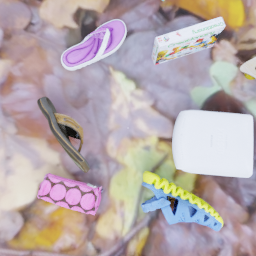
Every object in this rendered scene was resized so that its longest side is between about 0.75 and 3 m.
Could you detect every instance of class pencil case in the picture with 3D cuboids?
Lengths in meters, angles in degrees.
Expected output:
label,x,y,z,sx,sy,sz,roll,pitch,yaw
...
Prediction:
label,x,y,z,sx,sy,sz,roll,pitch,yaw
pencil case,-1.764,1.962,8.582,1.919,0.871,0.899,14,113,1

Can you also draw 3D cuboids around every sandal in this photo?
label,x,y,z,sx,sy,sz,roll,pitch,yaw
sandal,-1.108,-2.842,9.529,2.610,0.641,1.062,-39,82,-6
sandal,-1.815,0.017,8.379,0.805,1.206,2.951,-31,54,-8
sandal,1.492,2.392,8.456,2.725,1.083,1.186,26,85,13

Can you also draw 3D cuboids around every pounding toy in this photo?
label,x,y,z,sx,sy,sz,roll,pitch,yaw
pounding toy,4.963,-1.350,9.261,2.646,1.518,1.513,39,110,16

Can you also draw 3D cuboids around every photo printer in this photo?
label,x,y,z,sx,sy,sz,roll,pitch,yaw
photo printer,2.626,0.457,8.829,2.428,0.843,2.020,6,80,1

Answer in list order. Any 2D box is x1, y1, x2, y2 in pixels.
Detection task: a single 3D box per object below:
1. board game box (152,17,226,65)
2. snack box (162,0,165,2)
label,x,y,z,sx,sy,sz,roll,pitch,yaw
board game box,1.896,-2.800,9.146,2.189,1.382,0.379,-19,80,-3
snack box,1.518,-5.130,9.879,0.282,0.757,1.065,37,81,8
